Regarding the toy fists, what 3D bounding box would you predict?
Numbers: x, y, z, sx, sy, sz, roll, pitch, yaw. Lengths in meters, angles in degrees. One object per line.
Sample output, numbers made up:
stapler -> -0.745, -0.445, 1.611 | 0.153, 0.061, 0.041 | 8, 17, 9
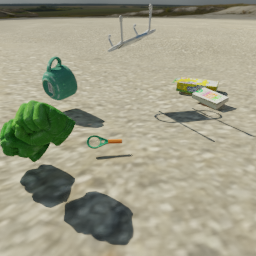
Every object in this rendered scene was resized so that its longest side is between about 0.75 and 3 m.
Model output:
toy fists -> -1.933, 0.115, 5.575 | 1.916, 0.976, 0.659 | -30, 35, 43

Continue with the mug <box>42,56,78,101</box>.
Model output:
mug -> -2.319, -1.507, 9.013 | 0.783, 1.266, 1.040 | -36, 4, -39

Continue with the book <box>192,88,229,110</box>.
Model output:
book -> 2.858, -1.058, 9.754 | 0.699, 0.251, 1.046 | -28, 42, -28

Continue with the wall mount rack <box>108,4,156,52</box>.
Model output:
wall mount rack -> 0.110, -3.229, 9.214 | 1.907, 0.711, 1.657 | -29, 8, -18

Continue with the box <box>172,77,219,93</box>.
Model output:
box -> 2.615, -1.657, 11.003 | 1.725, 0.417, 1.012 | 12, 25, 18

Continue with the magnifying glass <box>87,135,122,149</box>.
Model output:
magnifying glass -> -0.568, 0.328, 6.749 | 0.853, 0.096, 0.339 | 0, 63, -9
